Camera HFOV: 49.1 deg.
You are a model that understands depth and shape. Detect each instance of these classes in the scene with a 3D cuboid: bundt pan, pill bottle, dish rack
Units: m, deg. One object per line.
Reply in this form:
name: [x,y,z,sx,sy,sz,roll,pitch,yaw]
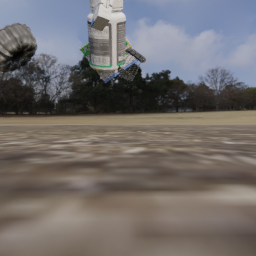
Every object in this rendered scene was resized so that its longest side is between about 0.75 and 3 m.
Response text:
bundt pan: [-3.357,-2.246,8.224,1.630,0.612,1.630,-40,-4,-3]
pill bottle: [-0.774,-3.479,10.266,1.403,2.481,1.403,1,29,-1]
dish rack: [0.079,-2.142,9.577,0.764,0.996,0.272,40,37,15]

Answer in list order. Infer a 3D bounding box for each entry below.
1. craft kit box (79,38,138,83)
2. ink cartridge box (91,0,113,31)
craft kit box: [-0.742,-3.073,11.549,1.814,1.792,0.440,-33,31,8]
ink cartridge box: [-0.639,-2.943,7.004,0.336,0.797,0.582,13,-17,-23]
